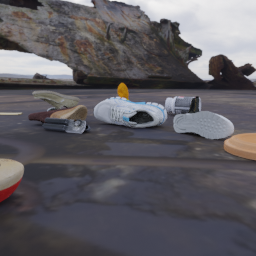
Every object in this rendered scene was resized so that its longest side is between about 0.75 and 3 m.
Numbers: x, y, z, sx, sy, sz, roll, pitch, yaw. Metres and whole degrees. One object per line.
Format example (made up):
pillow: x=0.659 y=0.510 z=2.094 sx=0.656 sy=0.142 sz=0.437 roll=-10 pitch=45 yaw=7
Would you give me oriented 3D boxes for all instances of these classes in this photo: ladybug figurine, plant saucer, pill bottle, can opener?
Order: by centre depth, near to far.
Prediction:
ladybug figurine: x=-2.063 y=0.780 z=3.707 sx=0.991 sy=0.525 sz=1.460 roll=9 pitch=13 yaw=42
plant saucer: x=3.284 y=0.403 z=6.533 sx=1.977 sy=0.319 sz=1.977 roll=1 pitch=10 yaw=0
can opener: x=-2.004 y=-0.033 z=9.165 sx=1.646 sy=0.439 sz=0.550 roll=4 pitch=-22 yaw=28
pill bottle: x=2.577 y=-1.033 z=13.132 sx=1.527 sy=0.885 sz=0.885 roll=6 pitch=12 yaw=27

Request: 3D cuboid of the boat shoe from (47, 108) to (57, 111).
boat shoe: x=-3.247 y=-0.769 z=13.121 sx=1.042 sy=0.368 sz=0.332 roll=-2 pitch=8 yaw=-18

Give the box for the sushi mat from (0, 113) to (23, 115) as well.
sushi mat: x=-5.726 y=-0.683 z=13.511 sx=1.153 sy=0.070 sz=0.552 roll=0 pitch=9 yaw=2

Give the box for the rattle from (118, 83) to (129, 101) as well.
rattle: x=0.358 y=-1.080 z=11.836 sx=1.418 sy=1.555 sz=2.177 roll=18 pitch=-4 yaw=-21

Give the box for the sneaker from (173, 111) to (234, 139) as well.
sneaker: x=2.344 y=-0.131 z=8.453 sx=0.825 sy=0.783 sz=2.049 roll=0 pitch=8 yaw=-37

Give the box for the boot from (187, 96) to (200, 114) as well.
boot: x=2.680 y=-0.824 z=11.747 sx=0.530 sy=0.946 sz=1.367 roll=4 pitch=11 yaw=24

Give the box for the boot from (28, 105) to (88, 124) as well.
boot: x=-2.618 y=-0.551 z=10.755 sx=1.598 sy=0.695 sz=1.921 roll=8 pitch=17 yaw=21

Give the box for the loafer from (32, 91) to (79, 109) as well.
loafer: x=-3.260 y=-1.238 z=12.756 sx=2.154 sy=0.735 sz=0.815 roll=8 pitch=2 yaw=-31

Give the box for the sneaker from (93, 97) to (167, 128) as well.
sneaker: x=-0.068 y=-0.506 z=9.953 sx=2.748 sy=1.030 sz=1.191 roll=3 pitch=16 yaw=19
